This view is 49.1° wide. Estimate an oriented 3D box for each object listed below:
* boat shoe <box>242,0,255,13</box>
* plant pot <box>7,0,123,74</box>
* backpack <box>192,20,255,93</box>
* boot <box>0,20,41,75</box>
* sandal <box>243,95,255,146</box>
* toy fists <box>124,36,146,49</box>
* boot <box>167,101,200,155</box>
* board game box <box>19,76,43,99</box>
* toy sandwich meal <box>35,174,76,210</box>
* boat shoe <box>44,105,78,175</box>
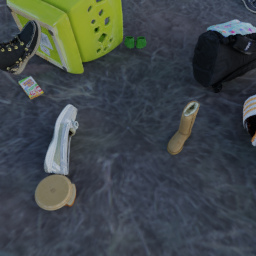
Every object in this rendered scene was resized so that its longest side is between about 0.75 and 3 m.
[{"bbox_3d":[5.236,-5.426,11.773,0.579,0.500,1.595,-12,57,-8],"label":"boat shoe"},{"bbox_3d":[-2.068,-3.684,9.292,2.835,2.821,2.572,32,67,20],"label":"plant pot"},{"bbox_3d":[3.323,-2.523,9.015,2.447,2.042,1.549,-23,54,-21],"label":"backpack"},{"bbox_3d":[-2.703,-1.851,6.313,0.534,1.480,1.118,51,28,20],"label":"boot"},{"bbox_3d":[3.844,-0.607,8.256,0.809,1.082,2.824,24,51,17],"label":"sandal"},{"bbox_3d":[0.271,-3.140,10.289,0.807,0.411,0.277,2,44,1],"label":"toy fists"},{"bbox_3d":[1.475,0.006,7.629,0.416,1.259,1.103,28,60,17],"label":"boot"},{"bbox_3d":[-3.232,-1.369,9.258,0.457,0.143,0.957,-32,59,-21],"label":"board game box"},{"bbox_3d":[-1.819,1.644,7.095,1.046,0.358,1.046,-2,55,3],"label":"toy sandwich meal"},{"bbox_3d":[-1.725,0.300,7.781,0.658,0.757,2.053,12,60,0],"label":"boat shoe"}]
